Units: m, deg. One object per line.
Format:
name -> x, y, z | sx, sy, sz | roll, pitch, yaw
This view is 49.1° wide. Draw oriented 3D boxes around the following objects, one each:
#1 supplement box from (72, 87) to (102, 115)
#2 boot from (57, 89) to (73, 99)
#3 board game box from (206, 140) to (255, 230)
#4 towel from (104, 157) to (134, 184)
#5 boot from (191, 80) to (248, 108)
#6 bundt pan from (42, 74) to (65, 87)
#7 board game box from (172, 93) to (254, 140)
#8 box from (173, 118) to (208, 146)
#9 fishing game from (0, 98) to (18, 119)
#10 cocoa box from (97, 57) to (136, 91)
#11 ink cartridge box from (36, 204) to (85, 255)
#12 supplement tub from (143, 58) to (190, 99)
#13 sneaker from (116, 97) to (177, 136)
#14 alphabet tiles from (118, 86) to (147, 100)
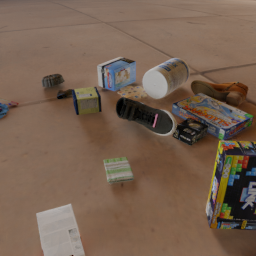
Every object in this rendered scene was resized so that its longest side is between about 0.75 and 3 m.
supplement box -> -1.836, -1.229, 12.455 | 1.123, 0.755, 1.124 | -9, 33, -13
boot -> -2.958, -1.590, 13.476 | 0.984, 0.368, 0.477 | -4, 42, 12
board game box -> 3.038, 1.456, 6.753 | 1.930, 2.335, 0.662 | 2, 31, 4
towel -> -0.312, 1.347, 9.009 | 0.834, 0.172, 1.117 | -5, 30, -11
boot -> 4.403, -1.848, 13.364 | 2.474, 0.912, 1.914 | 29, 42, 20
bundt pan -> -3.910, -2.498, 14.480 | 1.213, 0.455, 1.213 | -9, 23, 4
board game box -> 3.451, -0.569, 11.677 | 1.852, 0.471, 2.736 | -23, 39, -31
box -> 2.358, 0.119, 10.618 | 1.056, 0.455, 0.865 | -26, 41, -35
fishing game -> -6.125, -0.796, 12.163 | 1.763, 0.383, 2.462 | 16, 35, 18
cocoa box -> -0.552, -2.837, 14.578 | 1.162, 1.181, 1.771 | 24, 40, 33
ink cartridge box -> -1.610, 2.641, 6.700 | 0.902, 0.417, 1.656 | -12, 36, -18
supplement tub -> 1.920, -2.476, 13.761 | 1.479, 1.479, 2.242 | 22, 37, 30
sneaker -> 0.537, -0.430, 10.636 | 1.370, 0.977, 2.763 | 6, 16, -39
alphabet tiles -> 0.259, -1.771, 13.925 | 1.384, 0.103, 1.415 | -20, 37, -29
